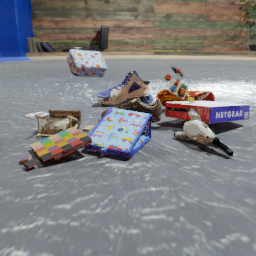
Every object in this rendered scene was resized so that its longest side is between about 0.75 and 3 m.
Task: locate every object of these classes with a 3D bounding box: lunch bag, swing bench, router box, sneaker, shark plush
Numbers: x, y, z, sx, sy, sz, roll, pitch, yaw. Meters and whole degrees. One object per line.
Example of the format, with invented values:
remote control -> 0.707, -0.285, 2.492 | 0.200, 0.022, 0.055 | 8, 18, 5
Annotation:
lunch bag -> -1.378, -2.239, 9.603 | 1.315, 0.497, 1.054 | -3, 55, -32
swing bench -> -2.300, -0.167, 9.418 | 1.170, 0.763, 1.176 | 2, 13, 8
router box -> 2.908, -0.641, 10.347 | 2.305, 0.563, 2.069 | -5, 12, -35
sneaker -> 0.126, -0.753, 10.892 | 2.376, 0.897, 0.837 | -1, 18, -5
shark plush -> 2.424, 0.152, 8.489 | 0.935, 1.020, 2.244 | 26, -2, -30
sneaker -> -0.119, -1.956, 13.462 | 2.739, 1.582, 1.106 | -3, 17, -9
sneaker -> 2.527, -1.258, 12.680 | 2.797, 1.021, 1.079 | 2, 4, -18
lunch bag -> -0.276, 0.225, 8.242 | 1.433, 0.896, 1.904 | 11, 30, 22

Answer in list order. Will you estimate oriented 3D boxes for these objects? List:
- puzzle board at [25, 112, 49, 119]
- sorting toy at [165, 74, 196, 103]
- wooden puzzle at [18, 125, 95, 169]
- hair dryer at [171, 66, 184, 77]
puzzle board -> -3.743, -0.549, 11.605 | 0.624, 0.072, 0.827 | 17, 24, 41
sorting toy -> 1.841, -1.384, 9.850 | 1.356, 0.229, 0.654 | 32, 54, 0
wooden puzzle -> -1.906, 0.453, 7.819 | 2.348, 0.165, 1.392 | -25, 24, -25
hair dryer -> 2.086, -2.521, 12.044 | 0.703, 0.251, 0.924 | 42, 8, -14
